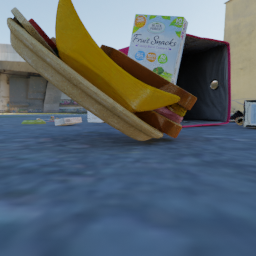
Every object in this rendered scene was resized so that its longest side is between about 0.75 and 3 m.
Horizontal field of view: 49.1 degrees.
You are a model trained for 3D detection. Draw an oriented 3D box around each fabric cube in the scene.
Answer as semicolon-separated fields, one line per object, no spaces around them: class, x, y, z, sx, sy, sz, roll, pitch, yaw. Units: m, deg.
fabric cube;1.445;-1.394;9.225;2.682;2.631;2.674;-3;3;-34

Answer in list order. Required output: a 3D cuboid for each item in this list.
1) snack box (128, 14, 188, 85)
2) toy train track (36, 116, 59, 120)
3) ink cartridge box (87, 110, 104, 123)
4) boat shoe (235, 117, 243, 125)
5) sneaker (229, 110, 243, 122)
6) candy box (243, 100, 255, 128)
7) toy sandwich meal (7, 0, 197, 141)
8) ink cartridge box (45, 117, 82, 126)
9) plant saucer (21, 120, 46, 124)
snack box;0.552;-1.532;5.874;1.086;1.527;0.405;14;7;23
toy train track;-4.022;-0.487;14.120;0.722;0.205;1.258;3;5;41
ink cartridge box;-0.852;-0.521;11.539;0.991;0.581;1.354;3;3;43
boat shoe;3.642;-0.244;9.080;0.256;0.285;0.789;21;7;-6
sneaker;4.448;-0.475;11.355;0.432;0.498;1.204;-2;4;-27
candy box;4.377;-0.346;6.955;2.440;0.744;1.664;2;3;41
toy sandwich meal;-0.306;-0.878;4.247;3.045;1.043;3.045;37;6;-5
ink cartridge box;-2.083;-0.194;9.119;0.793;0.201;0.900;-10;-1;25
plant saucer;-3.420;-0.218;10.179;0.862;0.134;0.862;0;4;0
